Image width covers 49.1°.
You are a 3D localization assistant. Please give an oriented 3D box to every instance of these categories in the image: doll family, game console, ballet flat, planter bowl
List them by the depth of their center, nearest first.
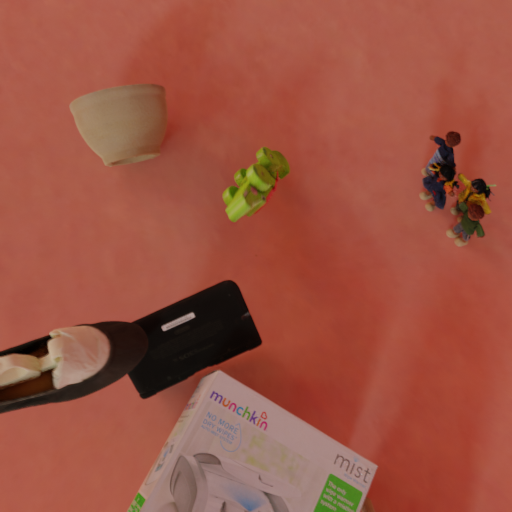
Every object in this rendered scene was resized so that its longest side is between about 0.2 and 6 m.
[{"bbox_3d":[-2.436,1.297,6.365,2.477,0.847,0.842,-19,69,-16],"label":"ballet flat"},{"bbox_3d":[-0.939,1.193,8.005,1.830,1.610,1.065,-25,23,-6],"label":"game console"},{"bbox_3d":[3.431,-1.218,9.647,0.810,1.193,2.064,-29,67,-13],"label":"doll family"},{"bbox_3d":[-2.341,-2.259,10.035,1.708,1.708,1.150,-13,96,-6],"label":"planter bowl"}]

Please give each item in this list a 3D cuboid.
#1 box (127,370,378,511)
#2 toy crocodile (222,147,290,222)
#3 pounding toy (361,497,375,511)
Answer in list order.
[{"bbox_3d":[-0.078,3.068,7.217,2.483,1.201,2.191,33,67,-5],"label":"box"},{"bbox_3d":[0.033,-1.181,9.318,0.714,0.780,2.312,43,28,-12],"label":"toy crocodile"},{"bbox_3d":[1.846,4.345,6.611,1.589,2.057,2.235,30,67,1],"label":"pounding toy"}]
